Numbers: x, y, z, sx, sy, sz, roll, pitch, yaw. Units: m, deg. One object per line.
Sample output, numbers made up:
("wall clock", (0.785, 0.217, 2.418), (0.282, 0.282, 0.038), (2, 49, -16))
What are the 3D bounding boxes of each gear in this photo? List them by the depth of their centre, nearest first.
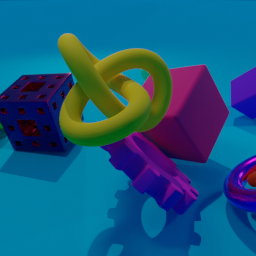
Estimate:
("gear", (0.324, 0.568, 4.527), (1.829, 0.338, 1.829), (39, 10, -8))

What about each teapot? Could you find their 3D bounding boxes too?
("teapot", (0.915, -2.128, 10.437), (0.897, 1.442, 0.706), (13, -12, 0))

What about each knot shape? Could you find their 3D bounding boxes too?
("knot shape", (-0.231, -0.415, 3.556), (1.733, 0.801, 1.622), (24, 48, -10))

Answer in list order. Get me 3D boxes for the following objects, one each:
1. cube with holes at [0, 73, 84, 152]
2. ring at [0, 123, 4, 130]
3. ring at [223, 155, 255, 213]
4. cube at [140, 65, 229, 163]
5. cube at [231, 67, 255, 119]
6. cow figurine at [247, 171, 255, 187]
("cube with holes", (-1.907, -0.361, 6.254), (1.259, 1.259, 1.259), (1, 36, 15))
("ring", (-3.856, -0.535, 6.711), (2.083, 0.417, 2.083), (28, -2, 1))
("ring", (2.278, 0.749, 4.310), (1.637, 0.327, 1.637), (-26, 8, 4))
("cube", (0.955, -0.265, 5.437), (1.289, 1.289, 1.289), (4, 52, 47))
("cube", (3.388, -0.918, 7.458), (0.895, 0.895, 0.895), (25, 59, -23))
("cow figurine", (2.643, 0.880, 4.082), (0.737, 1.321, 1.342), (-6, 59, -46))
